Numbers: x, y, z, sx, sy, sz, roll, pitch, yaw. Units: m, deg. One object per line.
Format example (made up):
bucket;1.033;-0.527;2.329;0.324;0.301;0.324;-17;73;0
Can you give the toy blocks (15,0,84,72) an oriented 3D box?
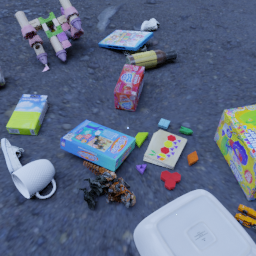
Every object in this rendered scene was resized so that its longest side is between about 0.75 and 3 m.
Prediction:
toy blocks;-3.476;-4.387;13.886;2.801;2.997;2.523;-28;86;-8

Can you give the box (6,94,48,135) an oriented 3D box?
box;-3.955;-0.559;11.213;1.134;0.443;1.859;4;48;3

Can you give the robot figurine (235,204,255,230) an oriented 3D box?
robot figurine;3.752;2.727;8.375;0.989;0.288;0.717;25;53;21

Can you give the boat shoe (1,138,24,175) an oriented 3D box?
boat shoe;-3.975;0.900;9.833;0.648;0.562;1.520;-21;54;-18

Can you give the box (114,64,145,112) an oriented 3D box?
box;0.079;-1.730;11.912;0.929;0.970;1.946;10;49;9

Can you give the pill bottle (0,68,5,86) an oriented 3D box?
pill bottle;-6.571;-2.145;12.225;2.039;1.063;1.063;-16;50;-15

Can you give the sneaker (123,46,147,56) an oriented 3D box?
sneaker;0.355;-3.982;14.264;1.248;0.495;0.461;-7;50;-4

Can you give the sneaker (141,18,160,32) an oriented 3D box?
sneaker;1.301;-5.755;15.844;0.687;0.538;1.382;36;58;24

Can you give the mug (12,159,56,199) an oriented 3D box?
mug;-2.864;1.676;8.993;1.121;0.944;1.278;-35;86;-37

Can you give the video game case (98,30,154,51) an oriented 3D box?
video game case;-0.121;-4.629;14.664;2.410;0.214;1.724;17;48;32

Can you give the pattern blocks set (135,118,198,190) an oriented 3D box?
pattern blocks set;1.339;0.781;10.152;2.379;0.219;2.707;28;53;23

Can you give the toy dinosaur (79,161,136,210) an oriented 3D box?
toy dinosaur;-0.727;1.837;8.914;2.060;1.052;1.398;19;27;36

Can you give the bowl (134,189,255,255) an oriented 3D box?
bowl;1.895;3.091;7.547;2.874;1.073;2.870;-23;53;-21

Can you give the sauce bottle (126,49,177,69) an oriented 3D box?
sauce bottle;1.149;-3.300;13.464;2.484;0.804;0.804;-14;49;-15

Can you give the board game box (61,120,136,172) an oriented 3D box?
board game box;-1.019;0.546;9.906;2.143;0.482;1.630;21;33;18

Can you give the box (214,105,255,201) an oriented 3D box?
box;4.738;0.655;9.340;2.558;1.620;2.656;-10;49;-8
